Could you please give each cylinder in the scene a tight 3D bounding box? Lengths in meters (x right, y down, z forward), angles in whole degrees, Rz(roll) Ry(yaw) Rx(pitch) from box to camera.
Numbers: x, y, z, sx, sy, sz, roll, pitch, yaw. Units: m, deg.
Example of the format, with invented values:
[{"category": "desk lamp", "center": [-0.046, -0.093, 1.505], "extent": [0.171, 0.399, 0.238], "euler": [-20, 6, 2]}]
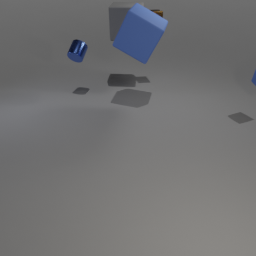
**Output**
[{"category": "cylinder", "center": [-2.157, -3.283, 11.966], "extent": [0.700, 0.700, 0.700], "euler": [11, 71, 19]}]

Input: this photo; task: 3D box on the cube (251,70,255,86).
[{"category": "cube", "center": [4.810, -1.725, 9.600], "extent": [0.700, 0.700, 0.700], "euler": [-25, 61, -5]}]

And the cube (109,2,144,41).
[{"category": "cube", "center": [-0.037, -4.714, 12.361], "extent": [1.400, 1.400, 1.400], "euler": [2, 32, 5]}]

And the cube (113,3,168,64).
[{"category": "cube", "center": [0.472, -3.487, 10.315], "extent": [1.400, 1.400, 1.400], "euler": [29, 36, -5]}]

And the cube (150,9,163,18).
[{"category": "cube", "center": [1.102, -4.800, 12.333], "extent": [0.700, 0.700, 0.700], "euler": [-6, 29, -8]}]
